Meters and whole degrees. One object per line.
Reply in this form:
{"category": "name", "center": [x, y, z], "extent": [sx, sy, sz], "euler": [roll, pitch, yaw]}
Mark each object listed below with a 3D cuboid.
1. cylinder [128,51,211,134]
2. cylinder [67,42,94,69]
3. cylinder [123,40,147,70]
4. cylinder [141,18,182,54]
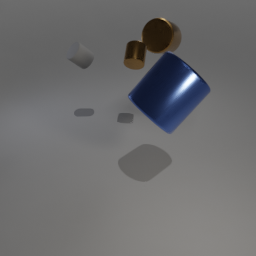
{"category": "cylinder", "center": [0.953, -0.817, 6.617], "extent": [1.400, 1.400, 1.400], "euler": [41, 9, -8]}
{"category": "cylinder", "center": [-1.687, -2.560, 9.919], "extent": [0.700, 0.700, 0.700], "euler": [29, 9, -42]}
{"category": "cylinder", "center": [0.241, -2.404, 9.272], "extent": [0.700, 0.700, 0.700], "euler": [6, 72, 9]}
{"category": "cylinder", "center": [1.466, -3.921, 12.067], "extent": [1.400, 1.400, 1.400], "euler": [14, 18, 21]}
